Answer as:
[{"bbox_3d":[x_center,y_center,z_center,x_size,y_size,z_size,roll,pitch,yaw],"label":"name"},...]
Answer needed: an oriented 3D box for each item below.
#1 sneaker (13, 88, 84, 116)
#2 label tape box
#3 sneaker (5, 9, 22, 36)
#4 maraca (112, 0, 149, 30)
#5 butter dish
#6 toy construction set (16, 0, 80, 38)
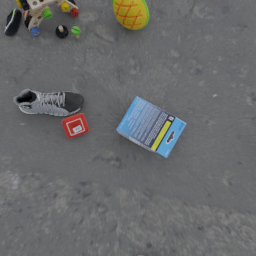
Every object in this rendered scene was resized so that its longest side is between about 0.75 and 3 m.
[{"bbox_3d":[-2.589,-0.857,9.049,2.223,1.284,0.834,-5,83,0],"label":"sneaker"},{"bbox_3d":[0.752,0.000,9.195,1.856,0.613,1.330,30,80,9],"label":"label tape box"},{"bbox_3d":[-4.217,-3.821,10.172,0.454,0.393,1.096,15,78,28],"label":"sneaker"},{"bbox_3d":[-0.015,-4.217,9.602,1.855,1.272,0.992,52,44,-28],"label":"maraca"},{"bbox_3d":[-1.783,-0.149,9.329,0.768,0.568,0.766,-21,121,-11],"label":"butter dish"},{"bbox_3d":[-2.777,-4.519,9.476,2.035,1.875,2.441,-4,79,-1],"label":"toy construction set"}]
